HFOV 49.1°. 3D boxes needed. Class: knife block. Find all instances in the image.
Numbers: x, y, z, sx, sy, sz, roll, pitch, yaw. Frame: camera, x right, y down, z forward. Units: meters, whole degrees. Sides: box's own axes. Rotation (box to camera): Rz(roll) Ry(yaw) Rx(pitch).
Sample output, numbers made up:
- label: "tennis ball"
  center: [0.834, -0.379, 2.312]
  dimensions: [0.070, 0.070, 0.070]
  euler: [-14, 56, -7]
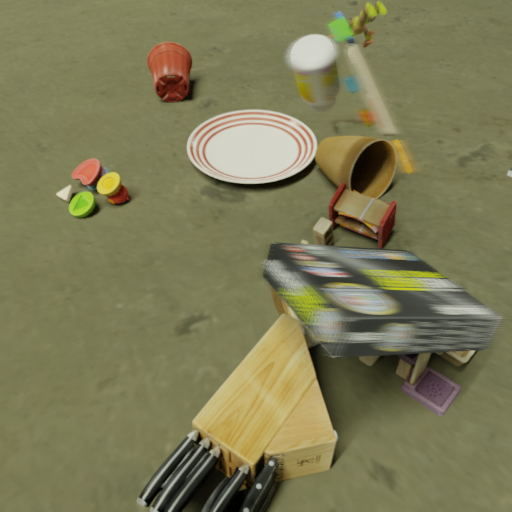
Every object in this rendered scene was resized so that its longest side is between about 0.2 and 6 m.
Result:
- label: "knife block"
  center: [-0.352, 2.446, 8.070]
  dimensions: [2.702, 0.985, 3.078]
  euler: [-7, 46, -8]

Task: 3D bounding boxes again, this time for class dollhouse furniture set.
- label: "dollhouse furniture set"
  center: [1.735, -0.246, 11.061]
  dimensions: [1.210, 0.914, 2.248]
  euler: [26, 67, 23]
- label: "dollhouse furniture set"
  center: [2.952, 1.057, 9.123]
  dimensions: [1.672, 1.498, 2.110]
  euler: [32, 53, 28]

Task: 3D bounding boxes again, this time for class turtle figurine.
- label: "turtle figurine"
  center: [1.739, -3.830, 9.307]
  dimensions: [1.094, 0.882, 0.352]
  euler: [-9, 77, -34]

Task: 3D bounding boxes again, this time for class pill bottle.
- label: "pill bottle"
  center: [0.958, -2.812, 8.827]
  dimensions: [0.654, 1.254, 0.654]
  euler: [-5, 68, 12]

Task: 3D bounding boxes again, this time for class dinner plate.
- label: "dinner plate"
  center: [-0.102, -2.614, 13.634]
  dimensions: [3.138, 0.380, 3.138]
  euler: [1, 44, -1]

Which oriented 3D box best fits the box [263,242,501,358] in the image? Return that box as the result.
- label: "box"
  center: [1.649, 0.537, 7.652]
  dimensions: [2.549, 0.564, 2.042]
  euler: [3, 25, -27]

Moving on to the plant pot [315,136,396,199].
- label: "plant pot"
  center: [2.091, -2.105, 12.553]
  dimensions: [1.431, 1.431, 1.536]
  euler: [-27, 39, -24]

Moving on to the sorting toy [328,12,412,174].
- label: "sorting toy"
  center: [1.701, -2.443, 8.654]
  dimensions: [0.368, 2.701, 1.521]
  euler: [-25, 6, 16]

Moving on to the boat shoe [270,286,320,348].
- label: "boat shoe"
  center: [0.732, 0.855, 9.982]
  dimensions: [0.625, 0.666, 1.806]
  euler: [-11, 55, -14]

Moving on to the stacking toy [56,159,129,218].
- label: "stacking toy"
  center: [-3.602, -1.387, 12.479]
  dimensions: [1.301, 0.607, 1.437]
  euler: [-47, 54, -6]

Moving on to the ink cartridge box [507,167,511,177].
- label: "ink cartridge box"
  center: [6.437, -1.965, 13.118]
  dimensions: [0.808, 0.190, 0.798]
  euler: [31, 52, 30]

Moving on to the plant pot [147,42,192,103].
- label: "plant pot"
  center: [-2.359, -5.010, 15.526]
  dimensions: [1.273, 1.273, 1.238]
  euler: [-6, 53, -6]
